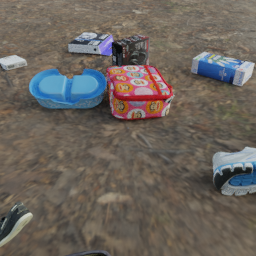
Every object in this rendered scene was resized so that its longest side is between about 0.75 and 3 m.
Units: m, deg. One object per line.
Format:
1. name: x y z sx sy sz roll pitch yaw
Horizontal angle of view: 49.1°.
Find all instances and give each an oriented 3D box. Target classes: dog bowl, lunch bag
1. dog bowl: -1.959 -1.279 9.373 2.507 0.621 1.397 0 53 -1
2. lunch bag: 0.445 -1.260 9.374 2.210 1.028 2.509 -2 35 -12

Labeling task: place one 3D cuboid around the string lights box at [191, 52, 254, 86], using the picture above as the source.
1. string lights box: 3.780 -2.411 11.291 2.134 0.629 1.097 23 41 30

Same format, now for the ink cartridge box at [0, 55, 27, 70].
1. ink cartridge box: -5.141 -2.891 12.373 0.928 0.326 1.142 -27 35 -33

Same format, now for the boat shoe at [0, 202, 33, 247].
1. boat shoe: -1.991 1.649 4.679 0.353 1.043 0.374 45 20 11

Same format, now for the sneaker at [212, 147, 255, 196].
1. sneaker: 3.217 0.828 6.319 2.680 1.004 1.161 2 29 3

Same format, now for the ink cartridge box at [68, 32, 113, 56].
1. ink cartridge box: -1.601 -4.304 14.230 2.182 0.473 2.161 9 35 11

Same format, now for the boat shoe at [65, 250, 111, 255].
1. boat shoe: -1.340 2.414 4.064 2.487 0.806 0.895 -14 40 -17

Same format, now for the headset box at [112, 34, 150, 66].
1. headset box: 0.193 -3.062 11.658 1.761 1.310 0.680 -27 43 -34
